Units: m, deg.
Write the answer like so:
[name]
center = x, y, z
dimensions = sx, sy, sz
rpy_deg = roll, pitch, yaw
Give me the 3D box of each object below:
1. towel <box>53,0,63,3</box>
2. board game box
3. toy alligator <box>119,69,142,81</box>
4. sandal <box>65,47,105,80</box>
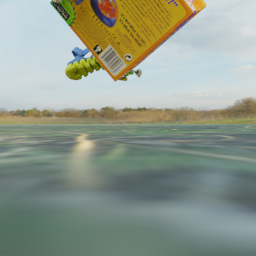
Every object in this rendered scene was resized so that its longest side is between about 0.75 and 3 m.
[towel]
center = -0.841, -3.441, 5.174
dimensions = 2.061, 1.538, 0.316
rpy_deg = -42, -41, 23
[board game box]
center = 0.137, -2.819, 6.374
dimensions = 2.196, 2.198, 2.196
rpy_deg = -35, 8, 33
[toy alligator]
center = -0.216, -1.821, 8.963
dimensions = 0.549, 0.600, 2.025
rpy_deg = 2, 11, -23
[sandal]
center = -1.082, -2.600, 10.030
dimensions = 2.538, 1.105, 1.009
rpy_deg = -12, -25, 2
